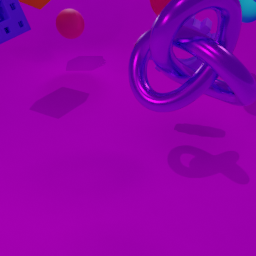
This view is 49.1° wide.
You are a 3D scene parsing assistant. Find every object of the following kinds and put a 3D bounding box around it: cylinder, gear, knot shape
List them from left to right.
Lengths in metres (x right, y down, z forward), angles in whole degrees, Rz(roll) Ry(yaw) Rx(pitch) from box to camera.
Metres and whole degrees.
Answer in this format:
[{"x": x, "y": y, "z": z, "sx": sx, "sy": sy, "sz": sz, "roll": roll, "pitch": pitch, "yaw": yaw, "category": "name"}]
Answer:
[{"x": 1.502, "y": -3.923, "z": 8.145, "sx": 1.296, "sy": 1.296, "sz": 1.296, "roll": -22, "pitch": 41, "yaw": -31, "category": "cylinder"}, {"x": 0.987, "y": -1.497, "z": 5.180, "sx": 1.320, "sy": 1.320, "sz": 0.244, "roll": 10, "pitch": 52, "yaw": 14, "category": "gear"}, {"x": 0.753, "y": -0.888, "z": 3.910, "sx": 1.762, "sy": 1.883, "sz": 0.870, "roll": -10, "pitch": 41, "yaw": 34, "category": "knot shape"}]

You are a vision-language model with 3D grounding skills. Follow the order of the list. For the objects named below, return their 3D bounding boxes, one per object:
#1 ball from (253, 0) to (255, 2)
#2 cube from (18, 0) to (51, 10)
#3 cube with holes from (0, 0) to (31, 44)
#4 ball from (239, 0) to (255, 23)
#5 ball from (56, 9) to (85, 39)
[{"x": 2.715, "y": -2.777, "z": 5.181, "sx": 0.971, "sy": 0.971, "sz": 0.971, "roll": 0, "pitch": 36, "yaw": 0, "category": "ball"}, {"x": -2.892, "y": -4.496, "z": 8.507, "sx": 1.070, "sy": 1.070, "sz": 1.070, "roll": -24, "pitch": -10, "yaw": 31, "category": "cube"}, {"x": -3.188, "y": -2.525, "z": 6.272, "sx": 1.152, "sy": 1.152, "sz": 1.152, "roll": 9, "pitch": 41, "yaw": 36, "category": "cube with holes"}, {"x": 3.430, "y": -3.422, "z": 7.948, "sx": 0.829, "sy": 0.829, "sz": 0.829, "roll": 0, "pitch": 36, "yaw": 0, "category": "ball"}, {"x": -2.035, "y": -3.666, "z": 9.883, "sx": 1.004, "sy": 1.004, "sz": 1.004, "roll": 0, "pitch": 36, "yaw": 0, "category": "ball"}]
